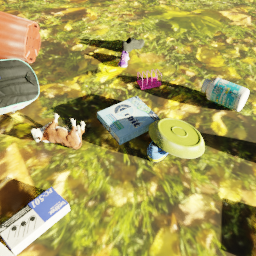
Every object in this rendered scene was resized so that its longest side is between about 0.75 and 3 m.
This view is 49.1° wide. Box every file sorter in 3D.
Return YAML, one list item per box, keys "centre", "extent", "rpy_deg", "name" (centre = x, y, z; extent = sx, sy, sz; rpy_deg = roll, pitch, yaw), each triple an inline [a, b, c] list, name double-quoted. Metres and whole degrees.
- centre: [1.022, -2.372, 13.374]
  extent: [1.022, 0.641, 0.710]
  rpy_deg: [-13, 45, -13]
  name: "file sorter"

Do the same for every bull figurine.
- centre: [-2.623, 0.123, 10.621]
  extent: [2.014, 0.656, 1.223]
  rpy_deg: [16, 89, 5]
  name: "bull figurine"

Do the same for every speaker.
- centre: [-2.947, 3.688, 7.057]
  extent: [1.844, 0.749, 0.749]
  rpy_deg: [25, 49, 24]
  name: "speaker"

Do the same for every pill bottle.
- centre: [4.173, -1.531, 12.227]
  extent: [1.885, 1.044, 1.044]
  rpy_deg: [28, 51, 27]
  name: "pill bottle"

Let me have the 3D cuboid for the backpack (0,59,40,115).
- centre: [-5.041, -1.674, 11.484]
  extent: [2.465, 1.890, 2.167]
  rpy_deg: [-23, 89, -38]
  name: "backpack"

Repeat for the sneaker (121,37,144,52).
- centre: [0.313, -4.814, 15.841]
  extent: [1.588, 0.721, 0.603]
  rpy_deg: [-31, 50, -29]
  name: "sneaker"

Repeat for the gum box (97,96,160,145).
- centre: [0.016, -0.371, 11.391]
  extent: [1.978, 0.441, 1.681]
  rpy_deg: [-25, 52, -24]
  name: "gum box"

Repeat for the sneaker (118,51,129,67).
- centre: [-0.235, -3.656, 14.780]
  extent: [0.485, 0.533, 1.206]
  rpy_deg: [8, 46, 6]
  name: "sneaker"

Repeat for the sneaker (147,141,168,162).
- centre: [1.489, 0.367, 10.433]
  extent: [0.705, 0.839, 2.140]
  rpy_deg: [28, 49, 29]
  name: "sneaker"

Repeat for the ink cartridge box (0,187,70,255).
- centre: [-2.771, 2.692, 8.309]
  extent: [0.906, 0.426, 1.928]
  rpy_deg: [34, 53, 29]
  name: "ink cartridge box"

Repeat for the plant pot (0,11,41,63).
- centre: [-6.197, -4.641, 14.423]
  extent: [2.770, 2.848, 2.848]
  rpy_deg: [12, 45, 0]
  name: "plant pot"

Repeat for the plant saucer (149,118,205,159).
- centre: [1.867, 0.251, 10.411]
  extent: [2.220, 0.345, 2.220]
  rpy_deg: [13, 35, -9]
  name: "plant saucer"
